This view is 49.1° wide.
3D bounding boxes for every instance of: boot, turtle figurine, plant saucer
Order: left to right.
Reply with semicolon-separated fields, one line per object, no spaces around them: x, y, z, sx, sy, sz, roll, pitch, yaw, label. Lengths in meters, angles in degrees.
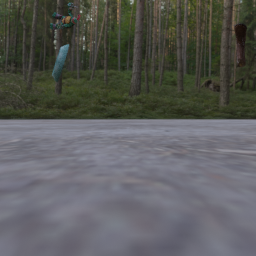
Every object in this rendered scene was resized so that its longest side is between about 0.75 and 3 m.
-2.545;-2.439;10.440;0.267;1.488;1.488;16;-4;-20;plant saucer
-2.322;-4.016;10.407;1.366;1.023;0.688;9;-24;40;turtle figurine
3.027;-2.185;7.533;0.311;0.967;0.901;1;-13;31;boot
